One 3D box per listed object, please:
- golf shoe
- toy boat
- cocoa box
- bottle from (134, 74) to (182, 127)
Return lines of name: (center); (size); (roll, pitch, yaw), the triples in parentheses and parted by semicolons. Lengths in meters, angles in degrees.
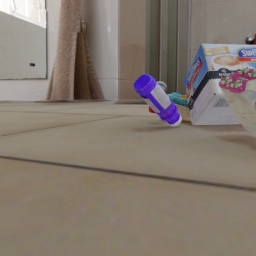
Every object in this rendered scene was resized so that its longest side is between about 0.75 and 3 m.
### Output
golf shoe: (2.840, -0.270, 5.550); (1.040, 1.264, 2.763); (-23, 31, 2)
toy boat: (1.706, -0.926, 9.842); (2.297, 1.068, 1.931); (7, 13, -37)
cocoa box: (3.386, -1.291, 8.600); (2.770, 1.818, 1.847); (-1, -27, -8)
bottle: (0.913, -0.729, 8.008); (1.808, 0.590, 0.755); (44, 4, -32)
